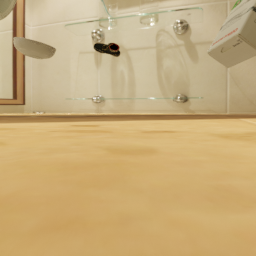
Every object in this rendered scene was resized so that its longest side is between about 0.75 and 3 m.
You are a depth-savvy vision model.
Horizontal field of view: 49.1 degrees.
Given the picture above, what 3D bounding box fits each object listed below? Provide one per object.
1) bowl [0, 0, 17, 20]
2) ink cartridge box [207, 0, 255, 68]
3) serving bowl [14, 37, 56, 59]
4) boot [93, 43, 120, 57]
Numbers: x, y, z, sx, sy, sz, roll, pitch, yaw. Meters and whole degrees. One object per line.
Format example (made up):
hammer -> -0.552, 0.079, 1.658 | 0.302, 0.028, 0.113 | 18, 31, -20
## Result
bowl -> -3.091, -3.234, 6.211 | 1.631, 1.631, 0.733 | 0, 26, 7
ink cartridge box -> 2.838, -2.447, 6.640 | 0.739, 1.779, 1.304 | 34, -11, -10
serving bowl -> -2.958, -2.451, 8.839 | 1.303, 0.428, 1.303 | 12, 3, -1
boot -> -0.800, -3.075, 10.653 | 1.093, 0.395, 0.826 | 17, -1, -3
